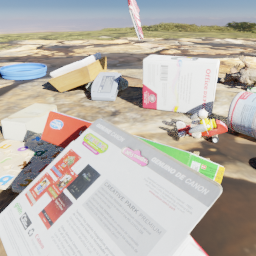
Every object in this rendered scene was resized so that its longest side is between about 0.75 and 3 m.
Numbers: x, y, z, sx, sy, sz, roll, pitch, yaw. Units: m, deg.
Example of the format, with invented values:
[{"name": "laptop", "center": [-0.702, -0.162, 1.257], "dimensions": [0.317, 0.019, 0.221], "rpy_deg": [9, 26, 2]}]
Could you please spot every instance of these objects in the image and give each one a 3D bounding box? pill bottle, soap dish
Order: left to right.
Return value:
[{"name": "soap dish", "center": [-2.155, -2.546, 12.789], "dimensions": [1.988, 1.026, 2.527], "rpy_deg": [-16, 17, 21]}, {"name": "pill bottle", "center": [4.027, -0.208, 7.716], "dimensions": [1.225, 1.225, 2.252], "rpy_deg": [-20, 30, -38]}]

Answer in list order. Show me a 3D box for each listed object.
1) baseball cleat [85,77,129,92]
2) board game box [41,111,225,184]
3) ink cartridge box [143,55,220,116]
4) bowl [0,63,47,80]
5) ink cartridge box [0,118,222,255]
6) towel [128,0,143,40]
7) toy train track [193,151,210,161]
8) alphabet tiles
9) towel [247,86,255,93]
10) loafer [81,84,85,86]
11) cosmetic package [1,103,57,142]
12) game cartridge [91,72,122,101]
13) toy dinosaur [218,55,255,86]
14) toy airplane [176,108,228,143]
[{"name": "baseball cleat", "center": [-0.976, -2.079, 12.784], "dimensions": [1.943, 0.678, 1.034], "rpy_deg": [-3, 24, -9]}, {"name": "board game box", "center": [0.147, 0.501, 5.505], "dimensions": [2.955, 0.596, 2.261], "rpy_deg": [16, -4, 33]}, {"name": "ink cartridge box", "center": [1.860, -1.577, 10.093], "dimensions": [2.537, 1.873, 1.086], "rpy_deg": [9, 26, 17]}, {"name": "bowl", "center": [-5.740, -3.120, 15.449], "dimensions": [2.471, 0.485, 2.471], "rpy_deg": [0, 23, 0]}, {"name": "ink cartridge box", "center": [-0.247, 1.205, 3.463], "dimensions": [2.112, 1.009, 2.406], "rpy_deg": [-47, 40, -12]}, {"name": "towel", "center": [0.227, -4.292, 10.154], "dimensions": [0.217, 1.377, 1.911], "rpy_deg": [-13, 55, 12]}, {"name": "toy train track", "center": [1.373, 0.804, 6.735], "dimensions": [1.127, 0.183, 0.646], "rpy_deg": [2, 30, 19]}, {"name": "alphabet tiles", "center": [-2.250, 0.757, 6.782], "dimensions": [2.639, 0.193, 2.581], "rpy_deg": [7, 23, 15]}, {"name": "towel", "center": [5.718, -1.728, 12.697], "dimensions": [0.635, 0.097, 0.833], "rpy_deg": [10, 25, 20]}, {"name": "loafer", "center": [-1.730, -2.307, 13.641], "dimensions": [1.303, 0.410, 0.468], "rpy_deg": [-5, 24, -12]}, {"name": "cosmetic package", "center": [-2.924, -0.211, 8.530], "dimensions": [0.852, 0.601, 1.645], "rpy_deg": [7, 23, 15]}, {"name": "game cartridge", "center": [-0.942, -1.745, 11.753], "dimensions": [1.103, 0.344, 1.657], "rpy_deg": [1, 48, 13]}, {"name": "toy dinosaur", "center": [5.798, -2.407, 13.106], "dimensions": [2.763, 1.186, 1.873], "rpy_deg": [19, 4, 13]}, {"name": "toy airplane", "center": [1.982, -0.107, 7.914], "dimensions": [1.257, 0.891, 1.262], "rpy_deg": [-14, 27, -28]}]
